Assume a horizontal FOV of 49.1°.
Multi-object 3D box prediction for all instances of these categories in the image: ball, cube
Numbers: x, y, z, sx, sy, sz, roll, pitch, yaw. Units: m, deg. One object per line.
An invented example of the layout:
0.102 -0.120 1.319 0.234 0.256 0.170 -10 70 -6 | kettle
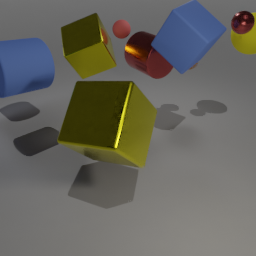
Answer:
4.363 -3.315 9.875 1.400 1.400 1.400 0 29 0 | ball
-1.372 -2.848 9.875 1.400 1.400 1.400 -18 62 11 | cube
-0.373 -0.068 5.982 1.400 1.400 1.400 5 72 29 | cube
1.862 -2.822 8.673 1.400 1.400 1.400 45 51 5 | cube
3.615 -3.316 8.824 0.700 0.700 0.700 0 29 0 | ball
-0.248 -3.808 10.802 0.700 0.700 0.700 0 29 0 | ball

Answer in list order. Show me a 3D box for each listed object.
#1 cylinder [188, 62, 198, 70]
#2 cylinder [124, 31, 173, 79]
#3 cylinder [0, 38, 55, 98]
2.285 -2.695 10.590 0.700 0.700 0.700 -8 53 10 | cylinder
0.811 -2.666 10.196 1.400 1.400 1.400 -19 37 -30 | cylinder
-2.935 -1.633 7.504 1.400 1.400 1.400 25 34 37 | cylinder
